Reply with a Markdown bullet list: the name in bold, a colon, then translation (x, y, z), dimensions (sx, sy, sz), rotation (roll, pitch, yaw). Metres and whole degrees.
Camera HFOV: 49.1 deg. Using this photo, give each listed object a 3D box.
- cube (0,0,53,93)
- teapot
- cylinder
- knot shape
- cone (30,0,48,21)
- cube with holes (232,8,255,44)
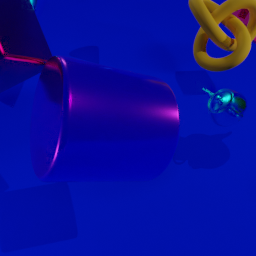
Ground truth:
- **cube**: translation (-1.593, -0.990, 3.136), dimensions (0.949, 0.949, 0.949), rotation (-21, 1, 17)
- **teapot**: translation (2.031, -0.497, 5.945), dimensions (0.831, 0.655, 1.337), rotation (-48, 32, 12)
- **cylinder**: translation (-0.326, -0.047, 3.352), dimensions (1.361, 1.361, 1.361), rotation (6, 41, -31)
- **knot shape**: translation (1.926, -1.931, 5.346), dimensions (1.489, 0.735, 1.591), rotation (-19, 88, -12)
- **cone**: translation (-2.528, -2.598, 6.686), dimensions (1.612, 1.612, 1.618), rotation (-9, 86, -8)
- **cube with holes**: translation (3.337, -2.818, 7.306), dimensions (0.948, 0.948, 0.948), rotation (17, 25, -29)
